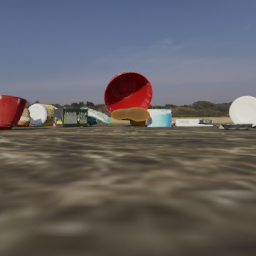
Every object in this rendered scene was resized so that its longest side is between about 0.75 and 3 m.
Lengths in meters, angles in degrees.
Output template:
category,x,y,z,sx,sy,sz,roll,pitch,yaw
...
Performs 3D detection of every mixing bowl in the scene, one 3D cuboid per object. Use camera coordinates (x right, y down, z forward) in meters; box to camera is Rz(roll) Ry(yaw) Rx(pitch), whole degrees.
category,x,y,z,sx,sy,sz,roll,pitch,yaw
mixing bowl,-3.910,-0.421,8.501,1.595,0.864,1.595,-4,-7,0
mixing bowl,-0.117,-1.871,14.305,2.491,2.491,1.349,0,29,-16

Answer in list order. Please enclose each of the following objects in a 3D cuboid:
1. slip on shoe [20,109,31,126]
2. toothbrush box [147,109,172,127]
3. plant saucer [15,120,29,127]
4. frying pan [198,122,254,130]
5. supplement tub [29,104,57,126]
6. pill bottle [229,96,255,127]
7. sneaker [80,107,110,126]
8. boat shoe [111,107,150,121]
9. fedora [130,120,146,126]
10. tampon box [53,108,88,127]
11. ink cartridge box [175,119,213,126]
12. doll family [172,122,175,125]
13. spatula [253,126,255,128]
category,x,y,z,sx,sy,sz,roll,pitch,yaw
slip on shoe,-5.114,-0.470,13.596,0.752,0.599,1.978,5,-11,-25
toothbrush box,1.515,-0.477,13.517,1.149,0.841,0.490,-1,1,12
plant saucer,-5.108,-0.207,12.828,1.066,0.200,1.066,2,-9,0
frying pan,3.146,-0.066,8.840,1.626,0.265,0.984,-2,1,-7
supplement tub,-4.407,-0.666,14.818,1.154,1.154,1.587,0,1,18
pill bottle,4.988,-0.641,11.693,1.259,1.259,2.206,1,2,25
sneaker,-1.710,-0.429,14.323,1.762,0.804,0.684,23,23,19
boat shoe,0.157,-0.647,13.048,1.826,0.643,0.642,4,3,14
fedora,0.560,-0.431,16.044,1.531,0.625,1.531,6,-3,0
tampon box,-2.634,-0.463,12.890,1.319,0.833,0.989,-1,2,-38
ink cartridge box,3.450,-0.286,14.950,1.833,0.402,1.850,-1,0,8
doll family,3.012,-0.278,17.021,0.867,0.390,0.538,-18,9,0
spatula,5.801,-0.105,10.989,0.584,0.212,2.066,-5,3,-15
